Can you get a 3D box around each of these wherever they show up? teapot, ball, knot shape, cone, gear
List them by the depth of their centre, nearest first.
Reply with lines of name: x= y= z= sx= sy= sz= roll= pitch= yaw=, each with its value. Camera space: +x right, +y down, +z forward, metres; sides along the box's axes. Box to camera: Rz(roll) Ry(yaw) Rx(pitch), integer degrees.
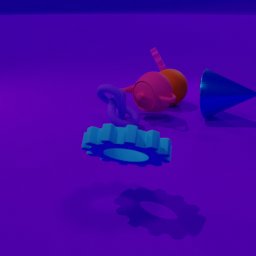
gear: x=-0.016 y=0.325 z=4.558 sx=1.418 sy=1.418 sz=0.262 roll=7 pitch=70 yaw=3
knot shape: x=-0.257 y=-0.637 z=8.039 sx=0.682 sy=1.475 sz=1.380 roll=-34 pitch=2 yaw=9
cone: x=3.012 y=-0.981 z=8.124 sx=1.499 sy=1.493 sz=1.493 roll=4 pitch=23 yaw=28
teapot: x=0.599 y=-1.023 z=8.289 sx=0.974 sy=1.237 sz=1.989 roll=-22 pitch=30 yaw=-40
ball: x=1.400 y=-1.372 z=9.501 sx=1.236 sy=1.236 sz=1.236 roll=0 pitch=24 yaw=0
gear: x=1.238 y=-2.446 z=10.641 sx=0.230 sy=1.244 sz=1.244 roll=-28 pitch=21 yaw=13
